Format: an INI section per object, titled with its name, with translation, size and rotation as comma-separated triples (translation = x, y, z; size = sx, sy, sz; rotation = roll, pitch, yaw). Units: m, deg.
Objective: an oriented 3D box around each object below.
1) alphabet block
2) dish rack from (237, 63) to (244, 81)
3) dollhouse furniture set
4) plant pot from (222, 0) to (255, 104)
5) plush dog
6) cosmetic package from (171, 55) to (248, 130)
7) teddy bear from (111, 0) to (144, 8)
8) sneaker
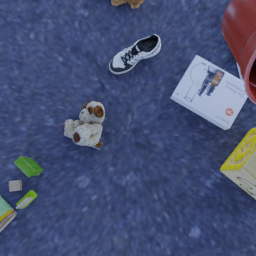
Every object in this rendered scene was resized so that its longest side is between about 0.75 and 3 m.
[alphabet block]
translation = 3.313, 0.896, 6.495
size = 1.466, 1.431, 1.439
rotation = 39, 82, 6
[dish rack]
translation = 3.844, -2.035, 7.393
size = 1.890, 0.479, 2.202
rotation = -8, 83, -2
[dollhouse furniture set]
translation = -2.965, 1.640, 6.697
size = 1.030, 0.796, 2.062
rotation = 44, 84, 6
[plant pot]
translation = 2.313, -1.415, 4.385
size = 1.628, 1.628, 1.583
rotation = -8, 45, -1
[plush dog]
translation = -0.906, -0.130, 6.913
size = 1.014, 1.264, 1.085
rotation = 19, 92, -31
[cosmetic package]
translation = 2.139, -0.908, 7.234
size = 1.668, 0.431, 1.258
rotation = 30, 88, 4
[teddy bear]
translation = -0.113, -3.754, 7.696
size = 1.350, 0.451, 0.979
rotation = 13, 75, 10
[sneaker]
translation = 0.159, -1.974, 7.277
size = 1.531, 0.671, 0.579
rotation = -32, 85, -3
